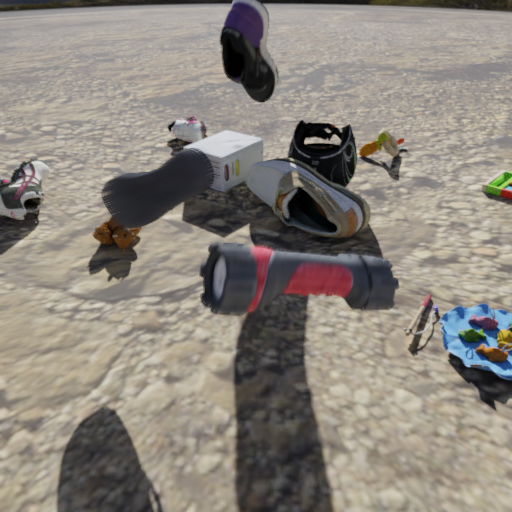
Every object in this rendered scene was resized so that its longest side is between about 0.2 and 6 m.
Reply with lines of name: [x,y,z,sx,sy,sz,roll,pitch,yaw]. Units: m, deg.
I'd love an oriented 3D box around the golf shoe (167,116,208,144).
golf shoe: [-2.037,-3.676,16.761,0.922,0.727,2.002,-16,25,-17]

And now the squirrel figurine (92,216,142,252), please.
squirrel figurine: [-2.866,-0.444,11.550,0.929,0.657,0.867,-15,42,2]

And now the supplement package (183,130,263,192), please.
supplement package: [-0.801,-2.484,14.481,1.305,0.929,1.675,21,38,32]

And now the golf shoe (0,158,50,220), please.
golf shoe: [-5.396,-1.489,13.137,1.073,0.941,2.437,29,30,-4]

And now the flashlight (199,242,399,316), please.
flashlight: [0.499,0.282,5.637,2.076,0.703,0.705,6,6,-26]

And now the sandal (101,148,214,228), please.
sandal: [-1.592,-1.070,9.203,2.456,0.934,0.526,-12,14,36]

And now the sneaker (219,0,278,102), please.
sneaker: [-0.336,-4.610,13.641,1.189,3.141,1.375,20,71,18]

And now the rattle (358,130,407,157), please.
rattle: [3.710,-3.101,16.244,0.861,0.945,1.323,47,29,11]

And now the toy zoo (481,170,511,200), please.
toy zoo: [6.751,-1.596,13.716,1.988,0.203,1.304,25,39,36]

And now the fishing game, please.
fishing game: [3.814,1.243,8.813,2.701,0.420,1.934,17,32,26]

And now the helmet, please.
helmet: [1.579,-2.279,13.396,1.829,1.743,1.829,-4,57,6]

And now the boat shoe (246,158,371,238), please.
boat shoe: [0.891,-1.305,12.261,3.180,1.188,1.088,25,34,33]
